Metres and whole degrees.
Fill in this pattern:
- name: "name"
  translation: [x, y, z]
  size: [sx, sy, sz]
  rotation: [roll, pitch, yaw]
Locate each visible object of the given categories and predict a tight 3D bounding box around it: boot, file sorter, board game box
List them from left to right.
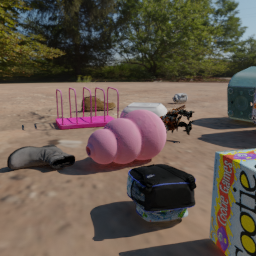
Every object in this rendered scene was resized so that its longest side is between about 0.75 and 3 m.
- name: "boot"
  translation: [-1.928, 0.699, 6.320]
  size: [0.875, 0.464, 1.329]
  rotation: [18, 25, 41]
- name: "file sorter"
  translation: [-1.663, -0.886, 11.308]
  size: [2.353, 1.475, 1.635]
  rotation: [-4, 13, -20]
- name: "boot"
  translation: [-1.545, -1.335, 15.194]
  size: [2.097, 0.791, 0.772]
  rotation: [-7, 12, -36]
- name: "board game box"
  translation: [1.906, 1.061, 2.554]
  size: [1.217, 1.239, 2.363]
  rotation: [-3, 12, -13]

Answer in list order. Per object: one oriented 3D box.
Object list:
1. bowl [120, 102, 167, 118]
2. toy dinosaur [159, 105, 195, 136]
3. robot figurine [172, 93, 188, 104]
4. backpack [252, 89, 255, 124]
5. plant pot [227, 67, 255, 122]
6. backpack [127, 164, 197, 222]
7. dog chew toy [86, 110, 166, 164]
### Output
- name: "bowl"
  translation: [0.717, -0.654, 12.053]
  size: [2.002, 0.748, 2.005]
  rotation: [3, 13, 15]
- name: "toy dinosaur"
  translation: [1.478, -0.322, 8.675]
  size: [1.027, 0.773, 1.513]
  rotation: [13, 61, 28]
- name: "robot figurine"
  translation: [3.465, -1.955, 18.450]
  size: [1.139, 0.643, 0.966]
  rotation: [-8, -19, -35]
- name: "backpack"
  translation: [5.454, -0.865, 8.846]
  size: [2.143, 2.781, 2.649]
  rotation: [-12, 21, -24]
- name: "plant pot"
  translation: [5.397, -1.248, 11.643]
  size: [2.318, 2.276, 2.270]
  rotation: [-18, 20, -31]
- name: "backpack"
  translation: [0.438, 0.961, 4.264]
  size: [0.895, 0.719, 0.978]
  rotation: [-2, 10, -22]
- name: "dog chew toy"
  translation: [-0.063, 0.283, 6.629]
  size: [2.014, 1.254, 1.254]
  rotation: [-17, 19, -34]
